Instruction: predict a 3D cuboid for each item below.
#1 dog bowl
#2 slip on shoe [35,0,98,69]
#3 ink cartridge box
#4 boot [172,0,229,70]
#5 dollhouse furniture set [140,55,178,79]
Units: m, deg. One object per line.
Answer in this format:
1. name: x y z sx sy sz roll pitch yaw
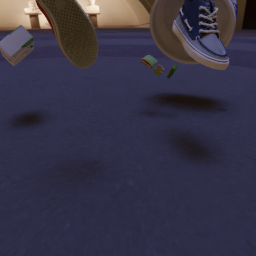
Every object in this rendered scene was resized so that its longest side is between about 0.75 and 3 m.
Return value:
1. dog bowl: 2.221 -3.681 9.559 2.815 2.815 1.109 10 46 21
2. slip on shoe: -1.147 -1.975 5.030 0.741 1.999 0.612 -35 38 -6
3. ink cartridge box: -3.248 -2.379 8.208 0.863 0.500 1.192 -47 13 -13
4. boot: 1.662 -2.234 6.194 0.794 0.986 2.182 -3 44 -23
5. dollhouse furniture set: 0.968 -2.038 8.818 1.111 0.429 0.555 37 48 7
